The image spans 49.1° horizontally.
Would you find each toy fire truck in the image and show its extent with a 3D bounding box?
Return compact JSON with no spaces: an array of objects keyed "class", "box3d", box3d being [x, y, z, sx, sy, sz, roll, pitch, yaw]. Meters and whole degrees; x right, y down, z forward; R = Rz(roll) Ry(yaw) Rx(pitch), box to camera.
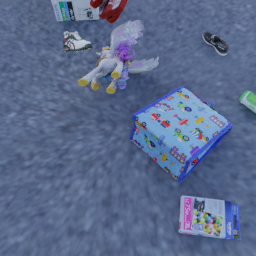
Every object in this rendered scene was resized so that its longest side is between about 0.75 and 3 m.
[{"class":"toy fire truck","box3d":[-0.248,-3.278,6.886,1.098,0.733,1.307,7,69,50]}]

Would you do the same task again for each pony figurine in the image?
[{"class":"pony figurine","box3d":[-0.284,-1.858,7.810,1.916,1.653,1.985,-8,43,25]}]

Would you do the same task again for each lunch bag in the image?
[{"class":"lunch bag","box3d":[1.492,-0.111,7.211,2.354,1.107,1.772,-37,65,-27]}]

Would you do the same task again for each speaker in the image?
[{"class":"speaker","box3d":[3.569,-0.624,7.740,0.421,0.421,0.951,-41,70,-19]}]

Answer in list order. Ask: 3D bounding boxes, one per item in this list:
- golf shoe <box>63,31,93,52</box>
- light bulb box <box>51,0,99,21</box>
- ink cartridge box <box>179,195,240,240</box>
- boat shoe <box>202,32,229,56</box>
[{"class":"golf shoe","box3d":[-1.064,-1.742,5.654,0.352,0.401,0.911,-23,28,-39]},{"class":"light bulb box","box3d":[-1.741,-4.467,9.454,1.471,0.918,1.458,-3,62,-2]},{"class":"ink cartridge box","box3d":[1.895,2.053,6.424,1.386,0.291,0.827,7,63,2]},{"class":"boat shoe","box3d":[2.786,-2.756,8.897,0.394,0.321,1.065,-26,65,-13]}]
